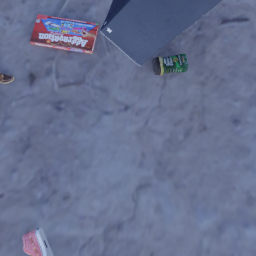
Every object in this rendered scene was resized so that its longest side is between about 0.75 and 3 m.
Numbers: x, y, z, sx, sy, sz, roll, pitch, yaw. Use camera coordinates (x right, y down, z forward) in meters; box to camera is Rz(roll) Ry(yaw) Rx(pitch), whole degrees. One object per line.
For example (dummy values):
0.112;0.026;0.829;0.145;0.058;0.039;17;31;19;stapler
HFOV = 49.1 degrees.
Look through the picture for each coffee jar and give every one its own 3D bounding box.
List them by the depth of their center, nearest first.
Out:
1.419;-2.150;9.509;1.154;0.492;0.602;-8;74;-2;coffee jar

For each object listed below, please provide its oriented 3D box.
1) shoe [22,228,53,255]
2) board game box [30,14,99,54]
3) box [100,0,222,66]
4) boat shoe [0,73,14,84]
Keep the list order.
-2.017;2.791;6.298;0.453;0.355;0.995;-22;85;2;shoe
-2.258;-3.359;9.992;2.240;0.218;1.153;9;76;3;board game box
0.874;-3.434;7.062;1.440;2.766;2.519;36;43;-25;box
-4.322;-1.710;9.483;0.857;0.308;0.309;2;75;0;boat shoe
